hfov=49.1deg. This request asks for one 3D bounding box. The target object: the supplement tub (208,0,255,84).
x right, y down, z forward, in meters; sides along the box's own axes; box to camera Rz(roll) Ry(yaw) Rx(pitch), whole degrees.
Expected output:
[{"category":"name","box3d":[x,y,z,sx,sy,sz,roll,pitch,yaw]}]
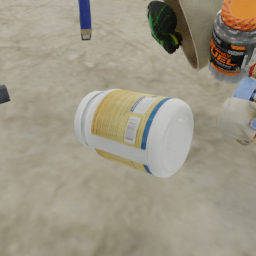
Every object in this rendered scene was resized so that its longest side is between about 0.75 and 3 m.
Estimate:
[{"category":"supplement tub","box3d":[2.250,-1.788,5.739,1.065,1.738,1.065,-4,63,9]}]

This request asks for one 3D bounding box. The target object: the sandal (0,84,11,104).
[{"category":"sandal","box3d":[-3.182,-0.280,5.065,2.882,0.617,1.096,1,19,40]}]

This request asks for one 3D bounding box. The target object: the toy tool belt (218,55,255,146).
[{"category":"toy tool belt","box3d":[2.052,-0.355,4.253,0.868,0.882,1.412,29,84,31]}]

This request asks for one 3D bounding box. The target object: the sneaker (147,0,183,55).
[{"category":"sneaker","box3d":[0.862,-2.786,7.757,0.782,2.004,0.854,-48,66,2]}]

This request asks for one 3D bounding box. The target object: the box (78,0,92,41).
[{"category":"box","box3d":[-1.357,-3.921,8.463,0.372,2.299,1.392,-6,11,-7]}]

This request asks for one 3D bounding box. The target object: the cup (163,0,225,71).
[{"category":"cup","box3d":[2.209,-3.206,7.234,2.064,2.886,2.886,-22,45,8]}]

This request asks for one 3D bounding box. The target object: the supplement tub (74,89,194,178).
[{"category":"supplement tub","box3d":[0.085,0.014,5.011,1.834,1.327,1.327,15,45,33]}]
